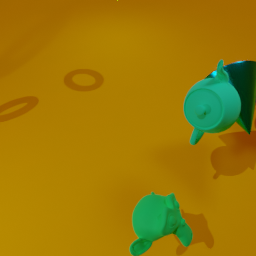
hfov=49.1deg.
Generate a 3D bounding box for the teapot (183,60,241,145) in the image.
[{"bbox_3d":[1.371,-0.397,4.722,0.965,1.552,0.760,30,28,29],"label":"teapot"}]

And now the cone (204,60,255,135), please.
[{"bbox_3d":[2.149,-0.434,5.394,1.216,1.216,1.221,-8,69,-7],"label":"cone"}]

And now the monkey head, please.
[{"bbox_3d":[0.514,1.484,4.364,0.906,0.759,1.259,52,34,-13],"label":"monkey head"}]
